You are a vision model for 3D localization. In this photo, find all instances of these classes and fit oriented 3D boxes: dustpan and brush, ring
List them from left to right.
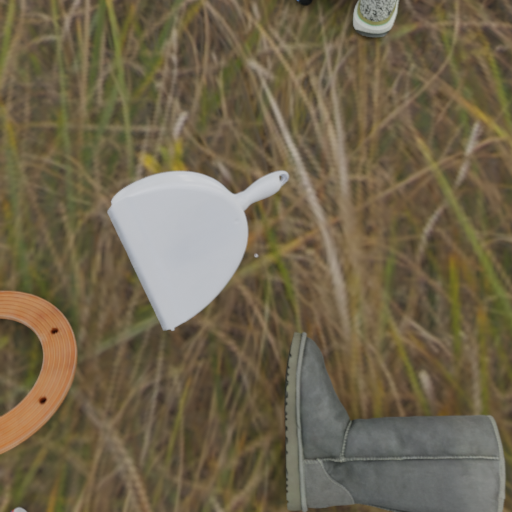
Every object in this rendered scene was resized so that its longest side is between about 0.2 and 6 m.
[{"bbox_3d":[-3.498,1.484,7.153,2.406,0.231,2.406,1,50,-1],"label":"ring"},{"bbox_3d":[-0.452,-0.447,6.819,2.483,0.711,1.733,-30,116,-20],"label":"dustpan and brush"}]

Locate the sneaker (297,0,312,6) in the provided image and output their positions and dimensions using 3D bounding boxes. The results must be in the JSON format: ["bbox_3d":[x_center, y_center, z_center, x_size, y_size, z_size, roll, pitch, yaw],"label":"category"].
[{"bbox_3d":[1.622,-4.941,9.147,2.545,0.998,1.145,-24,87,16],"label":"sneaker"}]

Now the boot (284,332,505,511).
[{"bbox_3d":[1.681,2.132,7.036,2.630,0.954,2.391,-2,87,6],"label":"boot"}]

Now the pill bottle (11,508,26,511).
[{"bbox_3d":[-3.160,3.483,6.904,0.715,0.401,0.401,-33,76,-10],"label":"pill bottle"}]

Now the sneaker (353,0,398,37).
[{"bbox_3d":[2.169,-4.660,9.120,0.815,0.939,2.120,13,73,4],"label":"sneaker"}]
